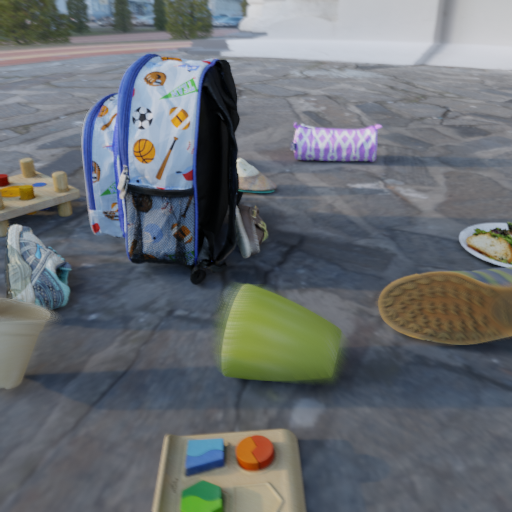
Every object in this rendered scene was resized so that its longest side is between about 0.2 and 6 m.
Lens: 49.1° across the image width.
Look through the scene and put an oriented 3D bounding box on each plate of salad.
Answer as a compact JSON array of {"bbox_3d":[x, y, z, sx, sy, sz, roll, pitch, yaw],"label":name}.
[{"bbox_3d":[5.104,-0.298,10.938,2.151,0.517,2.151,0,26,0],"label":"plate of salad"}]

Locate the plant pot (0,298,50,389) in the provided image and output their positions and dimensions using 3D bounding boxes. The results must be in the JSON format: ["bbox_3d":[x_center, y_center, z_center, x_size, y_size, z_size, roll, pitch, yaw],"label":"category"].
[{"bbox_3d":[-3.324,1.152,7.256,1.074,0.983,1.074,13,5,-1],"label":"plant pot"}]

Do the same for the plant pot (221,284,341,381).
[{"bbox_3d":[0.392,1.125,7.388,1.361,1.273,1.273,11,29,12],"label":"plant pot"}]

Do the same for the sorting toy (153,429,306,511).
[{"bbox_3d":[-0.264,2.511,5.640,1.534,0.276,2.059,-1,27,-1],"label":"sorting toy"}]

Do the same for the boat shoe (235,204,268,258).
[{"bbox_3d":[-0.111,-0.543,11.104,0.617,0.745,2.075,-6,21,-6],"label":"boat shoe"}]

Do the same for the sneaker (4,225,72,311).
[{"bbox_3d":[-3.777,0.254,9.683,1.039,0.935,2.408,1,31,-26],"label":"sneaker"}]

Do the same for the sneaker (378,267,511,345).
[{"bbox_3d":[3.583,0.726,8.530,3.206,1.075,1.439,-6,-5,20],"label":"sneaker"}]

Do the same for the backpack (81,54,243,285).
[{"bbox_3d":[-1.561,-1.917,10.528,2.886,3.569,3.746,9,27,-2],"label":"backpack"}]

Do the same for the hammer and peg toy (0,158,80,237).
[{"bbox_3d":[-5.654,-1.532,12.773,2.961,1.044,2.178,23,35,38],"label":"hammer and peg toy"}]

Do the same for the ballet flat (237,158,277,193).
[{"bbox_3d":[-0.657,-2.043,14.044,2.373,0.798,0.808,4,23,7],"label":"ballet flat"}]

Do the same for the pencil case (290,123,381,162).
[{"bbox_3d":[2.274,-3.285,16.215,2.536,1.084,1.064,3,20,3],"label":"pencil case"}]
